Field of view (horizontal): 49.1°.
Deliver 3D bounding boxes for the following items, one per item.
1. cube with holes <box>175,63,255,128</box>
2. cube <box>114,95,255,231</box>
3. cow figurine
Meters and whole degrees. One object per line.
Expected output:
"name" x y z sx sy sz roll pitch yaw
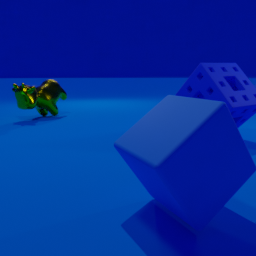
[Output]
"cube with holes" 1.854 -0.556 5.849 1.116 1.116 1.116 -9 -30 -33
"cube" 0.535 0.276 2.735 0.836 0.836 0.836 -41 25 -14
"cow figurine" -2.736 -1.071 8.747 0.894 1.603 1.629 1 49 27
